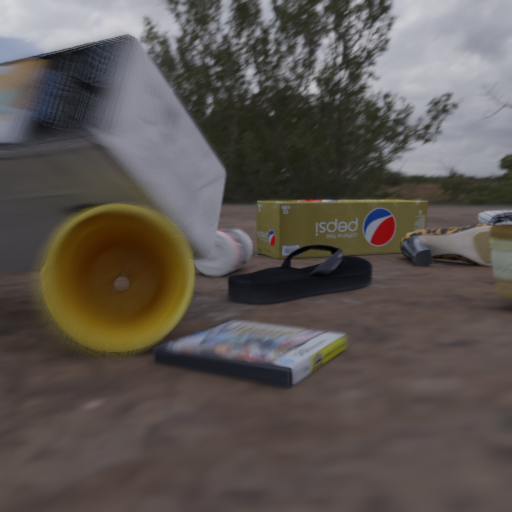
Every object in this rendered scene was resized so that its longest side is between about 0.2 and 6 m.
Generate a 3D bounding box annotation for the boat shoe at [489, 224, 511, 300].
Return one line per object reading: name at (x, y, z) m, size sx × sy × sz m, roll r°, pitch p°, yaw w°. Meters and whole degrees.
boat shoe at (3.347, 0.102, 5.846) m, size 2.362 × 0.784 × 0.874 m, roll 2°, pitch 6°, yaw -22°

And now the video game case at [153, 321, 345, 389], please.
video game case at (-0.020, 0.652, 3.945) m, size 1.038 × 0.132 × 0.938 m, roll 4°, pitch 8°, yaw 30°

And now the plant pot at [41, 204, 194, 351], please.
plant pot at (-1.058, 0.193, 4.407) m, size 1.056 × 1.056 × 0.993 m, roll -1°, pitch -6°, yaw -12°

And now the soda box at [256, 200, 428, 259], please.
soda box at (1.625, -0.546, 10.496) m, size 3.130 × 1.002 × 1.060 m, roll -2°, pitch 8°, yaw -22°

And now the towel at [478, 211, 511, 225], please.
towel at (5.611, -0.532, 11.426) m, size 1.915 × 0.820 × 1.586 m, roll 0°, pitch 5°, yaw 15°

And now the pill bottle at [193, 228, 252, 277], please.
pill bottle at (-0.434, -0.080, 8.092) m, size 0.638 × 0.638 × 1.152 m, roll 2°, pitch 7°, yaw 16°

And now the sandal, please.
sandal at (0.652, 0.156, 6.611) m, size 0.890 × 0.501 × 2.342 m, roll 5°, pitch 8°, yaw 39°

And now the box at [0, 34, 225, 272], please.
box at (-2.168, -0.699, 5.193) m, size 3.279 × 0.986 × 1.913 m, roll -3°, pitch -28°, yaw 19°

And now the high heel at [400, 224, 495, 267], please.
high heel at (3.378, -0.260, 9.189) m, size 1.923 × 0.687 × 1.371 m, roll -8°, pitch 12°, yaw 5°
